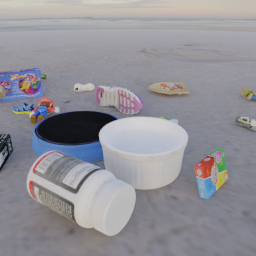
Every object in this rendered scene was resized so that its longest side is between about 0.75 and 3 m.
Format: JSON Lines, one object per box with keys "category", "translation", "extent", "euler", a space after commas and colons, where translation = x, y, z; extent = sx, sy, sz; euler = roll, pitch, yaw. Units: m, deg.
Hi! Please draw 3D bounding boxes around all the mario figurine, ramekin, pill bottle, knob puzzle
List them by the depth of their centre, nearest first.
{"category": "pill bottle", "translation": [-0.965, 1.298, 5.766], "extent": [2.084, 1.187, 1.187], "euler": [17, 29, 32]}
{"category": "ramekin", "translation": [0.396, 0.614, 7.375], "extent": [2.255, 1.099, 2.255], "euler": [-1, 24, 0]}
{"category": "mario figurine", "translation": [-3.249, -0.583, 10.937], "extent": [0.877, 0.753, 1.421], "euler": [33, 33, -14]}
{"category": "knob puzzle", "translation": [1.951, -1.923, 13.974], "extent": [2.082, 0.289, 2.082], "euler": [0, 25, 0]}

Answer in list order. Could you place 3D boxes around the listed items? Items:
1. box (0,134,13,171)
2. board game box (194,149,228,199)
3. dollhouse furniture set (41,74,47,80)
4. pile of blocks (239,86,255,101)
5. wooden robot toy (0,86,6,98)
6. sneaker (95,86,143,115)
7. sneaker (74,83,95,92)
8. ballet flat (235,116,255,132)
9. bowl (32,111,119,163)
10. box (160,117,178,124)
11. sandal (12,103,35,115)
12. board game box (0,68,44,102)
{"category": "box", "translation": [-3.972, 0.711, 7.795], "extent": [1.088, 0.572, 1.328], "euler": [-2, 24, -5]}
{"category": "board game box", "translation": [2.015, 1.075, 6.703], "extent": [0.215, 0.816, 1.067], "euler": [0, 19, 46]}
{"category": "dollhouse furniture set", "translation": [-5.038, -2.671, 15.304], "extent": [0.440, 0.569, 1.139], "euler": [16, 28, 30]}
{"category": "pile of blocks", "translation": [5.818, -1.427, 12.868], "extent": [1.396, 0.573, 0.434], "euler": [32, -4, 36]}
{"category": "wooden robot toy", "translation": [-6.406, -1.067, 11.775], "extent": [2.392, 1.054, 1.085], "euler": [-7, 61, -17]}
{"category": "sneaker", "translation": [-0.233, -1.287, 11.837], "extent": [2.501, 1.006, 1.106], "euler": [21, 24, 40]}
{"category": "sneaker", "translation": [-2.205, -1.968, 14.076], "extent": [1.086, 0.406, 0.541], "euler": [0, 37, 11]}
{"category": "ballet flat", "translation": [4.323, -0.162, 9.985], "extent": [0.393, 0.393, 1.092], "euler": [-18, 30, -34]}
{"category": "bowl", "translation": [-1.567, 0.166, 9.005], "extent": [2.966, 0.582, 2.966], "euler": [0, 24, 0]}
{"category": "box", "translation": [1.316, -0.125, 10.132], "extent": [0.713, 0.179, 0.988], "euler": [13, 26, 26]}
{"category": "sandal", "translation": [-4.167, -0.817, 11.318], "extent": [1.100, 0.479, 0.437], "euler": [3, 26, 11]}
{"category": "board game box", "translation": [-4.968, -1.988, 12.905], "extent": [1.913, 1.286, 0.428], "euler": [-13, 27, -28]}
